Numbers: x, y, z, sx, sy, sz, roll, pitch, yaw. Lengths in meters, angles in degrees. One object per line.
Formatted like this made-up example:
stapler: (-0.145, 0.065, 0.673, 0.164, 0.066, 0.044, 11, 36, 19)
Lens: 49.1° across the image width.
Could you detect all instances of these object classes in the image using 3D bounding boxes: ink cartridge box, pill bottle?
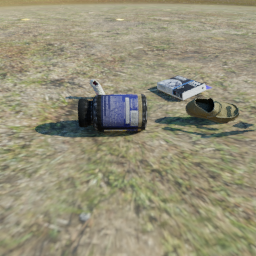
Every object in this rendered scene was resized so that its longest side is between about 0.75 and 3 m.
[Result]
ink cartridge box: (2.302, -1.745, 11.431, 1.616, 0.351, 1.600, -23, 33, -25)
pill bottle: (-0.463, -0.464, 8.520, 2.025, 1.133, 1.133, 0, 29, -3)

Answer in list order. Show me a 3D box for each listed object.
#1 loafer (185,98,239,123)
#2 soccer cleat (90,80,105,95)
loafer: (2.753, -0.591, 8.954, 1.755, 0.592, 0.667, 3, 68, -3)
soccer cleat: (-1.139, -1.485, 10.703, 0.299, 0.856, 0.370, -48, 21, -24)
